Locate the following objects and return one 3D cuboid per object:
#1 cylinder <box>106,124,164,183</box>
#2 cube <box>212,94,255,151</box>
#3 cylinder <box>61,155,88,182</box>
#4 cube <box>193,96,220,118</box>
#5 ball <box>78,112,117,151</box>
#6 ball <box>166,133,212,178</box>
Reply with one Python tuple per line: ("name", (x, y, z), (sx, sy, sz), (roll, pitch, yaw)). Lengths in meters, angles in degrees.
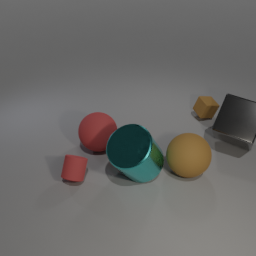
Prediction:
("cylinder", (0.247, 0.786, 8.436), (1.400, 1.400, 1.400), (-10, 61, 18))
("cube", (3.934, -0.179, 9.931), (1.400, 1.400, 1.400), (23, -5, 24))
("cylinder", (-1.651, 1.227, 8.626), (0.700, 0.700, 0.700), (11, -2, 0))
("cube", (3.369, -0.901, 12.121), (0.700, 0.700, 0.700), (-1, 42, -25))
("ball", (-1.068, 0.133, 9.996), (1.400, 1.400, 1.400), (0, 30, 0))
("ball", (1.905, 0.852, 8.811), (1.400, 1.400, 1.400), (0, 30, 0))
